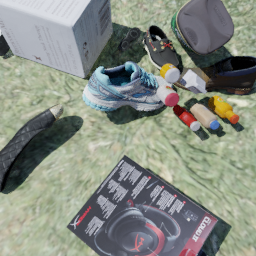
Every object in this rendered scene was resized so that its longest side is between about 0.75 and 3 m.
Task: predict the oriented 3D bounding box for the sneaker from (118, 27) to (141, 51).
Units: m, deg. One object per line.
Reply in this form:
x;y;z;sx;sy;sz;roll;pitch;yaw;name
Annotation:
0.000;-2.922;9.198;1.025;0.465;0.389;-47;110;-12;sneaker

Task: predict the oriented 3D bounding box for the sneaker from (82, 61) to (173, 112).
0.241;-1.224;8.024;2.959;1.277;1.148;-11;57;-31;sneaker

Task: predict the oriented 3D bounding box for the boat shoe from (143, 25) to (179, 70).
1.087;-2.578;9.120;0.790;0.677;2.160;-4;49;-22;boat shoe

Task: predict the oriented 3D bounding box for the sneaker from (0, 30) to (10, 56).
-4.253;-3.091;9.610;0.483;0.577;1.304;15;93;-33;sneaker

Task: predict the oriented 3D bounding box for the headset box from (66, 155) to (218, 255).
0.440;2.385;6.499;2.920;1.095;2.170;33;69;18;headset box

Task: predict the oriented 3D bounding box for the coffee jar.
2.067;-2.967;8.215;1.233;2.890;1.507;-34;102;13;coffee jar

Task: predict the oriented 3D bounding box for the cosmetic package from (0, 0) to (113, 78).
-2.253;-3.508;8.903;2.829;2.367;2.353;20;66;11;cosmetic package

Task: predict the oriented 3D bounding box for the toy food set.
1.859;-0.683;7.715;1.203;2.519;1.134;-51;37;15;toy food set

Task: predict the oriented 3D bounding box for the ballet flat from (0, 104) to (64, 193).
-2.806;0.473;7.749;0.834;0.976;2.937;43;80;-4;ballet flat

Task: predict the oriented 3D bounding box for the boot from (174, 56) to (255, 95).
2.668;-1.795;8.638;2.658;1.288;0.993;5;63;3;boot
